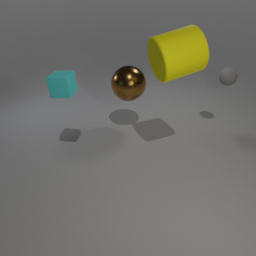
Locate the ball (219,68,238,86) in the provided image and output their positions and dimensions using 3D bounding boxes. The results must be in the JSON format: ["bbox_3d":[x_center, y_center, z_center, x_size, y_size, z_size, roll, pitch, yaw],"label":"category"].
[{"bbox_3d":[3.946,-2.016,11.045,0.700,0.700,0.700,0,31,0],"label":"ball"}]

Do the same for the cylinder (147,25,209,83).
[{"bbox_3d":[1.492,-2.249,8.527,1.400,1.400,1.400,-20,34,-10],"label":"cylinder"}]

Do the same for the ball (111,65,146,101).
[{"bbox_3d":[0.024,-1.771,11.123,1.400,1.400,1.400,0,31,0],"label":"ball"}]

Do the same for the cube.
[{"bbox_3d":[-2.112,-1.409,9.037,0.700,0.700,0.700,1,30,10],"label":"cube"}]
